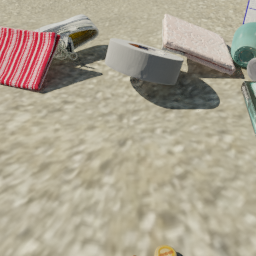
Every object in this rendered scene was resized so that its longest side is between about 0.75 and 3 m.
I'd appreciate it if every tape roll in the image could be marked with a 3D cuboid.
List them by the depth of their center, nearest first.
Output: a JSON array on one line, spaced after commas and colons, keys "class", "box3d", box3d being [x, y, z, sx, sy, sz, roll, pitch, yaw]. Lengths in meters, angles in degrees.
[{"class": "tape roll", "box3d": [0.468, -1.970, 8.197, 2.211, 0.730, 2.211, 15, 21, -6]}]

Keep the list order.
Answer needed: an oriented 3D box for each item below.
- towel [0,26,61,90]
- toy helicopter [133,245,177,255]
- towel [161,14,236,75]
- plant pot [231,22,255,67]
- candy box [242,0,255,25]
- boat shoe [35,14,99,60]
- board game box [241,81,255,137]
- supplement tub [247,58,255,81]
[{"class": "towel", "box3d": [-3.657, -2.291, 8.778, 2.754, 0.310, 1.992, 12, 75, 15]}, {"class": "toy helicopter", "box3d": [0.175, 2.238, 4.089, 1.010, 0.603, 1.528, 19, 32, 34]}, {"class": "towel", "box3d": [2.350, -2.939, 9.681, 2.514, 0.424, 2.632, 18, 40, -7]}, {"class": "plant pot", "box3d": [4.022, -2.646, 9.255, 1.298, 1.298, 1.042, 19, 54, 21]}, {"class": "candy box", "box3d": [5.251, -4.506, 10.447, 0.952, 2.473, 2.091, 33, 50, 33]}, {"class": "boat shoe", "box3d": [-2.216, -2.873, 9.687, 2.905, 1.073, 1.238, -33, 65, -26]}, {"class": "board game box", "box3d": [4.035, -0.343, 7.153, 1.789, 0.373, 2.646, 5, 41, 6]}, {"class": "supplement tub", "box3d": [4.675, -1.968, 8.511, 2.097, 1.122, 1.122, -18, 43, -18]}]
